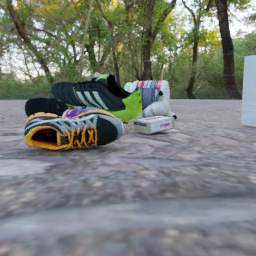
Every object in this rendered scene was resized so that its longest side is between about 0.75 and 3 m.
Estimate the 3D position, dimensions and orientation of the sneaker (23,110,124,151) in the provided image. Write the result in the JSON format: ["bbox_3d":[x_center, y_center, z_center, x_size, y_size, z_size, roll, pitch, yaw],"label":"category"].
[{"bbox_3d":[-1.062,0.127,5.467,1.979,0.775,0.764,-3,22,-3],"label":"sneaker"}]

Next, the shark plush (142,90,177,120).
[{"bbox_3d":[1.138,-0.854,12.239,1.201,1.310,2.883,-30,11,5],"label":"shark plush"}]

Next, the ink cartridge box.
[{"bbox_3d":[0.727,-0.100,7.808,0.916,0.344,0.755,-10,10,-28],"label":"ink cartridge box"}]

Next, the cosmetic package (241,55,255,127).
[{"bbox_3d":[4.608,-1.233,9.288,1.321,2.341,0.950,-3,8,-24],"label":"cosmetic package"}]

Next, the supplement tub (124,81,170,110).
[{"bbox_3d":[1.241,-2.097,18.026,2.677,1.879,1.879,2,7,17],"label":"supplement tub"}]

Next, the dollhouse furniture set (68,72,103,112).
[{"bbox_3d":[-1.107,-0.931,10.072,1.551,1.072,1.643,30,48,7],"label":"dollhouse furniture set"}]

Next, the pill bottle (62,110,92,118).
[{"bbox_3d":[-1.306,-0.209,8.077,1.103,0.620,0.620,3,8,25],"label":"pill bottle"}]

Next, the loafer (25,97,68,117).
[{"bbox_3d":[-2.557,-0.864,11.384,2.992,1.089,1.082,3,6,4],"label":"loafer"}]

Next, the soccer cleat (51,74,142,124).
[{"bbox_3d":[-0.960,-1.082,8.283,2.986,1.210,1.008,17,37,17],"label":"soccer cleat"}]
